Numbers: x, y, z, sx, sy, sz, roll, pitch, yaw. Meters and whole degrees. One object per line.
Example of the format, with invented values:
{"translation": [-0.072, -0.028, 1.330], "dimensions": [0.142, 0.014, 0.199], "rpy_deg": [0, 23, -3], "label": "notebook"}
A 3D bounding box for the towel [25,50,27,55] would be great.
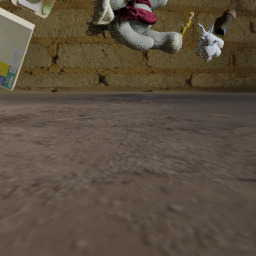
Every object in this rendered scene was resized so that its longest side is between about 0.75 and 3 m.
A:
{"translation": [-4.183, -2.666, 9.585], "dimensions": [1.466, 0.363, 1.083], "rpy_deg": [-34, -10, -27], "label": "towel"}

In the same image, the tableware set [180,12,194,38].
{"translation": [2.200, -3.896, 10.587], "dimensions": [0.154, 1.005, 0.677], "rpy_deg": [30, 17, 10], "label": "tableware set"}

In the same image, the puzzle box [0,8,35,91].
{"translation": [-3.268, -1.940, 6.855], "dimensions": [1.392, 2.093, 0.266], "rpy_deg": [22, 42, -21], "label": "puzzle box"}

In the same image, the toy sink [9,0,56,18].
{"translation": [-1.299, -1.902, 3.633], "dimensions": [1.085, 0.608, 0.707], "rpy_deg": [39, 17, 12], "label": "toy sink"}

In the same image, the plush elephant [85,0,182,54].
{"translation": [-0.003, -3.071, 6.806], "dimensions": [2.565, 2.113, 1.986], "rpy_deg": [-4, -16, 6], "label": "plush elephant"}

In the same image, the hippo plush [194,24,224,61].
{"translation": [1.947, -1.964, 6.517], "dimensions": [0.675, 0.848, 0.681], "rpy_deg": [7, 18, 1], "label": "hippo plush"}

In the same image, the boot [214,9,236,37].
{"translation": [2.832, -3.075, 8.670], "dimensions": [0.484, 0.627, 1.295], "rpy_deg": [32, -7, 4], "label": "boot"}
